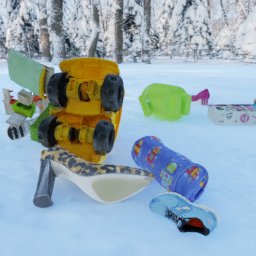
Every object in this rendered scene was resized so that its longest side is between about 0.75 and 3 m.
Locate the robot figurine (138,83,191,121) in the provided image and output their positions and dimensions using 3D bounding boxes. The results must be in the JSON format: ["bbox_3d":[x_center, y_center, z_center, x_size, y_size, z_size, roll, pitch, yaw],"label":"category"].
[{"bbox_3d":[1.605,-1.194,12.455,2.318,1.528,2.642,-10,19,-32],"label":"robot figurine"}]

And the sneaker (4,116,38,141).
[{"bbox_3d":[-3.440,-0.070,10.147,2.017,0.758,0.818,-11,11,-36],"label":"sneaker"}]

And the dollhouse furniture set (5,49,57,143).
[{"bbox_3d":[-3.149,-0.919,8.607,1.567,2.392,1.200,23,50,5],"label":"dollhouse furniture set"}]

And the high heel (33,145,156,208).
[{"bbox_3d":[-0.746,0.781,6.167,2.502,0.893,1.783,-7,34,-2],"label":"high heel"}]

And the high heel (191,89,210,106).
[{"bbox_3d":[3.981,-1.891,15.866,0.654,0.932,1.942,-3,17,-11],"label":"high heel"}]

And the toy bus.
[{"bbox_3d":[-1.048,-0.186,8.217,1.947,2.869,2.754,5,-16,13],"label":"toy bus"}]

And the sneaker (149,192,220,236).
[{"bbox_3d":[0.935,1.534,4.971,1.268,0.497,0.570,9,22,29],"label":"sneaker"}]

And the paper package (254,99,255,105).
[{"bbox_3d":[6.721,-0.891,12.589,1.575,0.855,1.653,-14,22,-40],"label":"paper package"}]

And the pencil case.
[{"bbox_3d":[0.892,0.883,6.480,1.003,0.901,2.309,40,-2,-25],"label":"pencil case"}]

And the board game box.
[{"bbox_3d":[4.591,-0.590,11.959,2.023,0.650,1.493,1,17,1],"label":"board game box"}]

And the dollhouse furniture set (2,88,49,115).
[{"bbox_3d":[-4.629,-1.374,13.498,2.426,1.263,2.453,-15,22,-42],"label":"dollhouse furniture set"}]
